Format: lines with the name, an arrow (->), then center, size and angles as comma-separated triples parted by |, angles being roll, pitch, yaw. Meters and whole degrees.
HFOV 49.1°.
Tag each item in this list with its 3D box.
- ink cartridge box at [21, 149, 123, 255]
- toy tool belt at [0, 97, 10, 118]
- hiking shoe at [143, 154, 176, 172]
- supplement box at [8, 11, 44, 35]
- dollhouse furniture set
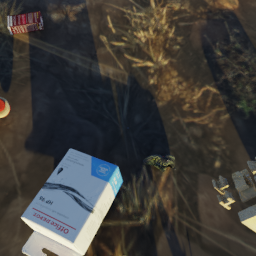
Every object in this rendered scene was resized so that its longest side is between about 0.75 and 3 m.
ink cartridge box -> -1.444, 1.996, 7.002 | 1.562, 0.913, 2.692 | 17, 56, 21
toy tool belt -> -4.548, -0.064, 7.886 | 2.739, 1.683, 1.710 | -44, 95, -21
hiking shoe -> 0.919, 1.042, 8.130 | 0.956, 0.362, 0.481 | -4, 57, -3
supplement box -> -4.022, -4.136, 11.015 | 1.275, 0.388, 0.694 | -11, 61, -5
dollhouse furniture set -> 1.607, 0.910, 3.647 | 0.696, 0.493, 0.758 | -37, 33, 26
